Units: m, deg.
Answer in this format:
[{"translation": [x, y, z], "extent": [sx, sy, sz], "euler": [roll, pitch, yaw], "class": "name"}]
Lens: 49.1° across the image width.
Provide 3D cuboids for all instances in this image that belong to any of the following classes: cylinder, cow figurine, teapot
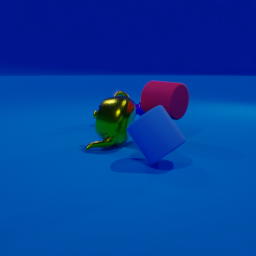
[{"translation": [0.538, 0.131, 5.384], "extent": [0.834, 0.834, 0.834], "euler": [-34, -6, -4], "class": "cylinder"}, {"translation": [0.904, -0.688, 6.862], "extent": [0.873, 0.873, 0.873], "euler": [13, 17, 39], "class": "cylinder"}, {"translation": [0.044, -0.571, 9.442], "extent": [1.658, 0.910, 1.632], "euler": [-16, -13, 32], "class": "cow figurine"}, {"translation": [-0.388, -0.163, 6.661], "extent": [0.951, 1.208, 1.942], "euler": [15, 56, 9], "class": "teapot"}]
